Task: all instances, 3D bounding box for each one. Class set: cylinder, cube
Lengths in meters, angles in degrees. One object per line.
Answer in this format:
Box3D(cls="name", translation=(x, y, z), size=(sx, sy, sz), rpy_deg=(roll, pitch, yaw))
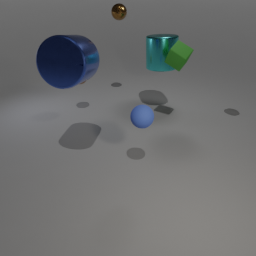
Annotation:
Box3D(cls="cylinder", translation=(1.481, -3.298, 12.207), size=(1.400, 1.400, 1.400), rpy_deg=(-2, 24, 1))
Box3D(cls="cylinder", translation=(-1.660, -1.921, 7.987), size=(1.400, 1.400, 1.400), rpy_deg=(5, 19, 9))
Box3D(cls="cube", translation=(1.924, -2.731, 10.605), size=(0.700, 0.700, 0.700), rpy_deg=(35, 58, 7))

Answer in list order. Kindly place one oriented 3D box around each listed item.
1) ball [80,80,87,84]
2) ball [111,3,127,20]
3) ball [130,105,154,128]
Box3D(cls="ball", translation=(-2.110, -2.253, 12.188), size=(0.700, 0.700, 0.700), rpy_deg=(0, 29, 0))
Box3D(cls="ball", translation=(-0.396, -5.157, 12.439), size=(0.700, 0.700, 0.700), rpy_deg=(0, 29, 0))
Box3D(cls="ball", translation=(0.418, -0.335, 8.239), size=(0.700, 0.700, 0.700), rpy_deg=(0, 29, 0))
